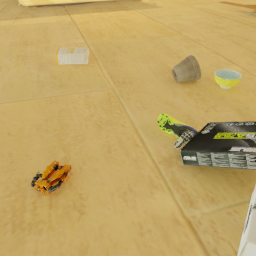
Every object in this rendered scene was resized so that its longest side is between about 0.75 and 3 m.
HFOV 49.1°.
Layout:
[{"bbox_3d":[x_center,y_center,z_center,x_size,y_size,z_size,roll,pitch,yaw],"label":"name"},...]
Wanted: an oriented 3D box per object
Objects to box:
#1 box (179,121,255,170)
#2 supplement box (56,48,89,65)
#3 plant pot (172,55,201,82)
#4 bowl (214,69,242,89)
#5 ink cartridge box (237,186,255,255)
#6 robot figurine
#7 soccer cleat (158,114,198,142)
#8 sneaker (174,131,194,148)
[{"bbox_3d":[3.289,0.455,8.796,2.523,0.599,2.437,0,20,40],"label":"box"},{"bbox_3d":[-3.231,-4.231,16.454,1.798,0.661,1.133,-1,34,-2],"label":"supplement box"},{"bbox_3d":[2.867,-2.864,14.111,1.134,1.307,1.307,-22,37,-3],"label":"plant pot"},{"bbox_3d":[4.806,-2.309,13.630,1.260,0.678,1.260,0,35,0],"label":"bowl"},{"bbox_3d":[3.740,2.350,6.457,1.834,1.065,2.542,17,38,23],"label":"ink cartridge box"},{"bbox_3d":[-2.259,1.490,8.346,0.913,0.367,1.260,13,36,18],"label":"robot figurine"},{"bbox_3d":[1.859,0.009,10.492,0.788,0.609,1.884,11,16,-42],"label":"soccer cleat"},{"bbox_3d":[1.848,0.371,9.296,0.304,0.785,0.313,52,16,12],"label":"sneaker"}]
